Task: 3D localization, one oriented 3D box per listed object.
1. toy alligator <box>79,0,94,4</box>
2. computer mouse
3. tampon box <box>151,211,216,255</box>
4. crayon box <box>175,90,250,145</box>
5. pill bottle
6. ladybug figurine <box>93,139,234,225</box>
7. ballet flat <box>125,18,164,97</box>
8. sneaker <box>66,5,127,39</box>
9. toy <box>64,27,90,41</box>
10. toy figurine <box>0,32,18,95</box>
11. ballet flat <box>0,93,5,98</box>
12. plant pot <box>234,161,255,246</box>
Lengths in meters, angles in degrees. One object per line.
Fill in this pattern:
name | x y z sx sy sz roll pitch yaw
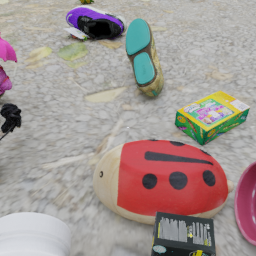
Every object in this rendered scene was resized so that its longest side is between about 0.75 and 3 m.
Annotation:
toy alligator | -2.187 -6.978 15.403 1.244 0.299 0.412 -5 40 -15
computer mouse | -3.027 0.476 5.534 0.509 1.272 2.319 42 69 -9
tampon box | 0.860 1.839 4.501 0.929 0.696 0.587 6 40 7
crayon box | 2.174 -0.315 7.237 1.695 0.494 1.007 -25 46 -26
pill bottle | -1.303 2.401 3.236 1.464 1.464 2.527 -4 39 -5
ladybug figurine | 0.657 0.898 5.394 2.723 0.979 1.848 3 39 3
ballet flat | 0.530 -2.164 8.729 1.024 1.024 2.898 -5 57 -6
sneaker | -1.557 -4.351 11.691 2.808 0.976 1.396 15 42 17
toy | -2.149 -3.893 11.709 1.055 0.249 0.608 31 36 23
toy figurine | -3.586 -1.209 6.359 2.276 2.473 1.856 -18 22 6
ballet flat | -4.259 -0.797 7.794 1.679 0.594 0.594 -25 46 -18
plant pot | 2.760 1.320 4.702 1.296 1.448 1.448 11 39 -11
